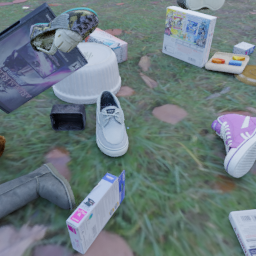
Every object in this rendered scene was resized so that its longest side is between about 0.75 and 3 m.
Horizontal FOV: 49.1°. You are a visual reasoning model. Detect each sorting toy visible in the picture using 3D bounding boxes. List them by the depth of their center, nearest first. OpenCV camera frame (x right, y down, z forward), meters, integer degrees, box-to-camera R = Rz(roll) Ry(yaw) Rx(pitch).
[{"bbox_3d":[3.982,-2.976,12.198,2.250,0.331,1.663,15,40,25],"label":"sorting toy"}]

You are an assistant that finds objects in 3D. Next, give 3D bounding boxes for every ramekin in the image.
[{"bbox_3d":[-1.573,-2.147,10.450,2.620,1.375,2.620,0,39,0],"label":"ramekin"}]

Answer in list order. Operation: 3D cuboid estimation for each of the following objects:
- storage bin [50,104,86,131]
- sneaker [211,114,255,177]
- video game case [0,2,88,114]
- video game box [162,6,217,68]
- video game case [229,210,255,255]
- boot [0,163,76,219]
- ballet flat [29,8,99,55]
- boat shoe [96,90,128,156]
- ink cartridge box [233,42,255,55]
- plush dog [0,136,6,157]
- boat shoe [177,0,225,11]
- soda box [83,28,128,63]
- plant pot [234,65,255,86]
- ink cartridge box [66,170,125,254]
[{"bbox_3d":[-1.846,-0.329,8.714,1.023,0.691,0.480,0,39,0],"label":"storage bin"},{"bbox_3d":[2.861,0.375,7.779,1.473,0.936,2.583,20,35,32],"label":"sneaker"},{"bbox_3d":[-2.509,-1.534,6.797,2.615,1.868,0.248,-32,55,4],"label":"video game case"},{"bbox_3d":[2.575,-4.000,12.222,0.531,2.066,2.268,-31,48,-32],"label":"video game box"},{"bbox_3d":[3.449,2.473,5.554,2.218,0.255,2.021,-3,38,-6],"label":"video game case"},{"bbox_3d":[-2.371,1.625,6.237,1.998,0.725,1.816,-19,28,-32],"label":"boot"},{"bbox_3d":[-1.083,-1.472,4.541,1.622,0.583,0.583,5,33,43],"label":"ballet flat"},{"bbox_3d":[-0.573,-0.264,8.437,0.907,0.926,2.599,-7,39,-8],"label":"boat shoe"},{"bbox_3d":[5.536,-3.762,13.288,0.949,0.362,0.648,-30,47,-30],"label":"ink cartridge box"},{"bbox_3d":[-4.503,0.195,7.115,2.334,2.717,2.180,6,71,23],"label":"plush dog"},{"bbox_3d":[2.401,-4.161,9.050,1.964,0.702,0.587,-21,33,-34],"label":"boat shoe"},{"bbox_3d":[-1.130,-3.864,13.042,0.900,0.837,2.632,-25,44,-29],"label":"soda box"},{"bbox_3d":[5.225,-2.182,11.422,1.673,0.230,1.673,-1,39,0],"label":"plant pot"},{"bbox_3d":[-0.604,1.686,5.934,0.348,0.990,1.660,21,44,25],"label":"ink cartridge box"}]
